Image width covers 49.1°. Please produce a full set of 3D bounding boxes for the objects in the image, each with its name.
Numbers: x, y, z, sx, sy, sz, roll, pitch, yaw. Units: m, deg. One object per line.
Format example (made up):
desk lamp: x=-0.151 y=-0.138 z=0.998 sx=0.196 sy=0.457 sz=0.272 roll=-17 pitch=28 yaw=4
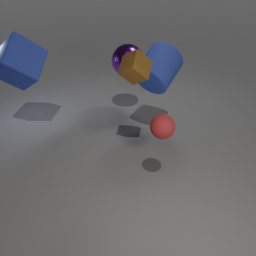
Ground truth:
ball: x=0.961 y=-0.037 z=7.766 sx=0.700 sy=0.700 sz=0.700 roll=0 pitch=31 yaw=0
cylinder: x=1.133 y=-2.228 z=10.469 sx=1.400 sy=1.400 sz=1.400 roll=22 pitch=68 yaw=31
cube: x=0.226 y=-1.865 z=8.639 sx=0.700 sy=0.700 sz=0.700 roll=-11 pitch=58 yaw=46
ball: x=-0.011 y=-2.908 z=12.091 sx=1.400 sy=1.400 sz=1.400 roll=0 pitch=31 yaw=0
cube: x=-4.134 y=-2.484 z=10.646 sx=1.400 sy=1.400 sz=1.400 roll=-14 pitch=58 yaw=47
